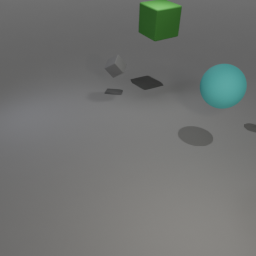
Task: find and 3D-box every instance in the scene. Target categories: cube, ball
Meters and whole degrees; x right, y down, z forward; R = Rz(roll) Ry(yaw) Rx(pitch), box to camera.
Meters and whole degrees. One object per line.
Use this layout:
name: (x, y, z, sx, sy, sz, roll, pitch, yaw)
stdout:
cube: (1.458, -5.047, 13.061, 1.400, 1.400, 1.400, -20, 43, -25)
cube: (-0.607, -3.045, 13.820, 0.700, 0.700, 0.700, -16, 44, 36)
ball: (2.987, -1.311, 8.838, 1.400, 1.400, 1.400, 0, 30, 0)
